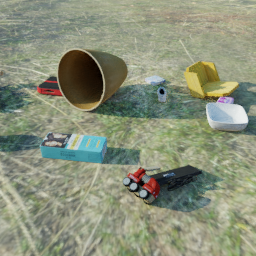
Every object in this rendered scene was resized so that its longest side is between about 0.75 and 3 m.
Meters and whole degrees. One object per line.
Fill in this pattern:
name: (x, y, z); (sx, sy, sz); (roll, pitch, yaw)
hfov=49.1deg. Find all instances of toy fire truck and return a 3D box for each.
toy fire truck: (0.605, 1.570, 8.440); (1.047, 0.765, 1.189); (30, 72, 37)

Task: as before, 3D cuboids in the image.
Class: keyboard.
keyboard: (1.372, 1.683, 8.893); (2.000, 0.396, 1.041); (-13, 13, -16)

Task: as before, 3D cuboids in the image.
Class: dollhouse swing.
dollhouse swing: (4.172, -2.490, 13.758); (1.737, 1.795, 1.975); (-8, 19, 48)

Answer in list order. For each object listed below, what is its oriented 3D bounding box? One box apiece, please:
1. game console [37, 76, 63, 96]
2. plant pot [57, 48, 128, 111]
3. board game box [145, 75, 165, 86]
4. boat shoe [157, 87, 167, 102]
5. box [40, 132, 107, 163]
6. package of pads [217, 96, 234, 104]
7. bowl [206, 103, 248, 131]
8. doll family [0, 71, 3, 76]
game console: (-3.419, -2.203, 14.630); (2.179, 0.338, 1.927); (7, 29, 9)
plant pot: (-1.328, -2.526, 13.241); (2.723, 2.723, 2.922); (20, 30, 27)
board game box: (1.466, -2.600, 15.283); (0.786, 0.171, 0.790); (-21, 39, -28)
boat shoe: (1.657, -1.759, 13.775); (0.477, 0.454, 1.325); (6, 34, 8)
box: (-1.920, 0.685, 10.058); (2.205, 0.542, 0.907); (5, 34, 7)
package of pads: (4.375, -1.067, 12.791); (0.640, 0.402, 1.062); (18, 38, 25)
bowl: (4.053, -0.404, 11.644); (1.579, 0.590, 1.581); (4, 33, 6)
doll family: (-7.475, -2.242, 14.102); (1.408, 0.955, 2.435); (14, 39, 11)
